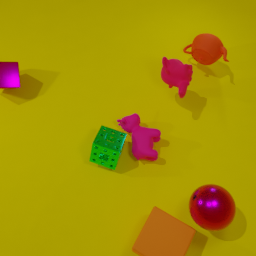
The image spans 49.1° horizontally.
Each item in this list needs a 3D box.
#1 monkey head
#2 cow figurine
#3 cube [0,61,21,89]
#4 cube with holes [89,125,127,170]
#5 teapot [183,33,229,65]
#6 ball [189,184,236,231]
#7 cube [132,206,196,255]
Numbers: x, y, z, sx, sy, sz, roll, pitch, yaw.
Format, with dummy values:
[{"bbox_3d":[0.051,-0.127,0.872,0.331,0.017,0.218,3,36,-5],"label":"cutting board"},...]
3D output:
[{"bbox_3d":[1.374,-1.443,8.206,0.914,1.517,1.092,10,73,19],"label":"monkey head"},{"bbox_3d":[0.280,0.270,8.367,1.380,0.770,1.402,8,68,8],"label":"cow figurine"},{"bbox_3d":[-3.965,-1.677,8.988,0.818,0.818,0.818,-6,99,-28],"label":"cube"},{"bbox_3d":[-0.569,0.561,8.050,0.788,0.788,0.788,19,42,3],"label":"cube with holes"},{"bbox_3d":[2.602,-2.509,9.201,1.758,1.093,0.861,22,74,38],"label":"teapot"},{"bbox_3d":[1.931,1.822,6.453,1.047,1.047,1.047,0,64,0],"label":"ball"},{"bbox_3d":[0.847,2.804,6.965,1.125,1.125,1.125,28,68,13],"label":"cube"}]
